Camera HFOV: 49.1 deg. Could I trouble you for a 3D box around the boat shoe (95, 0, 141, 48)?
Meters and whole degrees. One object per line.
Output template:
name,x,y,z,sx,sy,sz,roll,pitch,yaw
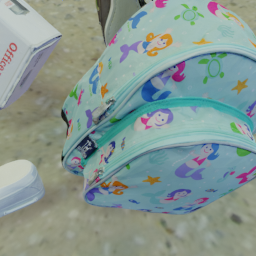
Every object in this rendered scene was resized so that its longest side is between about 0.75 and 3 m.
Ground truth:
boat shoe,-0.292,-2.811,6.202,0.958,2.666,0.794,-28,55,-22

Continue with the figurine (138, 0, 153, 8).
figurine,1.490,-2.892,5.898,1.193,2.704,2.772,41,93,8

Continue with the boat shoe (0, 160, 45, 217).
boat shoe,-2.045,1.067,3.715,1.902,0.652,0.685,-27,34,-13

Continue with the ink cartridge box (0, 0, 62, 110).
ink cartridge box,-2.928,-1.926,5.541,2.605,1.897,1.105,42,35,-8

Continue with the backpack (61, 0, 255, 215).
backpack,0.627,-0.146,3.938,2.573,2.898,2.182,17,39,-33
